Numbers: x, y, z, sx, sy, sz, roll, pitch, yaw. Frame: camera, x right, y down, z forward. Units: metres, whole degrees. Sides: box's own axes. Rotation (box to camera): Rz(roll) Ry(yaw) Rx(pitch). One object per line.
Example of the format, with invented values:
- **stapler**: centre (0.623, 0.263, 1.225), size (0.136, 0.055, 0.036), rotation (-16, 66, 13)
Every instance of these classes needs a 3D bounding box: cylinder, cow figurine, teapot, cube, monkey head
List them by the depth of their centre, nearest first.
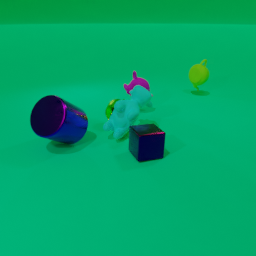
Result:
- **cube**: centre (0.463, 0.349, 7.078), size (0.703, 0.703, 0.703), rotation (-6, 23, -19)
- **cylinder**: centre (-1.790, -0.188, 7.390), size (1.101, 1.101, 1.101), rotation (11, -8, 25)
- **cow figurine**: centre (0.046, -0.488, 8.250), size (0.860, 1.566, 1.541), rotation (36, 22, 8)
- **teapot**: centre (-0.350, -0.516, 8.752), size (0.792, 1.275, 0.624), rotation (45, 36, 7)
- **monkey head**: centre (0.307, -1.444, 9.901), size (0.795, 1.319, 0.949), rotation (-42, 41, 1)
- **teapot**: centre (3.083, -2.237, 12.038), size (0.715, 1.460, 0.908), rotation (-10, 35, -37)
